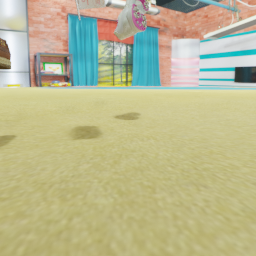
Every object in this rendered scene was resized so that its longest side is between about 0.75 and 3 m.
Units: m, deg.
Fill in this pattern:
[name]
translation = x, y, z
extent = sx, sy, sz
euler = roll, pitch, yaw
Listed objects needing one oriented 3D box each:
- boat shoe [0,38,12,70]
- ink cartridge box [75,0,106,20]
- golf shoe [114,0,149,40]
[boat shoe]
translation = -2.879, -1.658, 5.391
extent = 0.757, 0.710, 2.103
euler = 3, 1, -1
[ink cartridge box]
translation = -0.888, -3.438, 6.148
extent = 0.658, 1.939, 1.116
euler = -7, -30, -3
[golf shoe]
translation = 0.070, -3.905, 9.511
extent = 1.130, 0.930, 2.470
euler = -27, 36, 33
